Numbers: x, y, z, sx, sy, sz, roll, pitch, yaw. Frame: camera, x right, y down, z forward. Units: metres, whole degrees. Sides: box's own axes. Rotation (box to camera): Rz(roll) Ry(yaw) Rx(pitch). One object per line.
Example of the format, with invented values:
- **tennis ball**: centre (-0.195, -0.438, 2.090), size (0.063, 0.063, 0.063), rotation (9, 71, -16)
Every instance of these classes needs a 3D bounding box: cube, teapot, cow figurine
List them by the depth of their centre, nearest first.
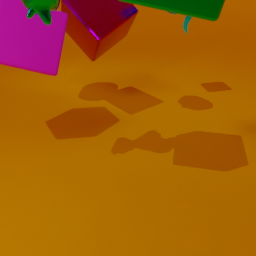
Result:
- **cube**: centre (0.653, -2.226, 3.406), size (1.252, 1.252, 1.252), rotation (13, 40, 2)
- **cow figurine**: centre (-0.816, -2.081, 3.829), size (1.404, 0.771, 1.382), rotation (4, 44, 51)
- **cube**: centre (-2.091, -1.866, 5.942), size (1.260, 1.260, 1.260), rotation (10, 7, -22)
- **teapot**: centre (1.048, -3.042, 6.308), size (0.933, 1.906, 1.185), rotation (-49, 35, -3)
- **cube**: centre (-0.781, -2.794, 7.159), size (1.329, 1.329, 1.329), rotation (-42, 3, -16)
